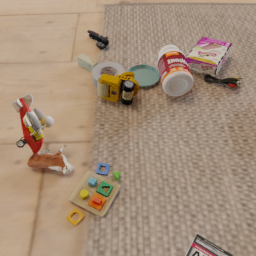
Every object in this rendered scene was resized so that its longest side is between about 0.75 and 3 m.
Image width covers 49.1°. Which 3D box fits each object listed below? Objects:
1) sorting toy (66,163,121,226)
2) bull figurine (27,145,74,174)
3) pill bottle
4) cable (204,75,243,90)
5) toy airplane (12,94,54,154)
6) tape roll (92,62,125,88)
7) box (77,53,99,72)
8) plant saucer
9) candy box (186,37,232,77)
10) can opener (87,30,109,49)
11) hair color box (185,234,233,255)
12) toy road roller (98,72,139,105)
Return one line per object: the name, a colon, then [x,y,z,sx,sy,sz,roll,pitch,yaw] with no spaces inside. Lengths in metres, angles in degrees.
sorting toy: [-1.013,1.935,8.477,1.246,0.301,2.212,20,53,16]
bull figurine: [-2.470,1.018,9.129,1.537,0.500,0.933,6,47,2]
pill bottle: [1.869,-2.438,11.535,1.215,1.215,2.150,-4,50,-3]
cable: [3.983,-1.864,11.739,1.603,0.403,0.779,3,56,18]
toy airplane: [-2.968,-0.257,8.871,1.186,1.673,1.681,-7,53,-8]
tape roll: [-0.817,-2.197,11.831,1.383,0.457,1.383,0,51,0]
box: [-1.759,-2.867,12.390,0.995,0.473,0.387,32,56,22]
plant saucer: [0.641,-2.214,12.020,1.428,0.196,1.428,0,50,-1]
candy box: [3.582,-3.219,12.450,1.423,0.636,2.086,21,50,22]
can opener: [-1.485,-4.402,13.647,0.620,0.500,1.578,-32,58,-23]
hair color box: [1.647,3.752,6.754,1.002,0.613,2.023,27,56,20]
toy road roller: [-0.338,-1.704,11.082,1.587,0.975,1.159,15,50,6]
